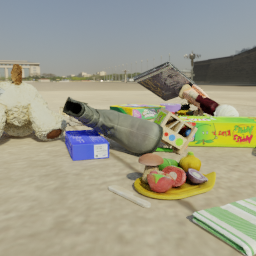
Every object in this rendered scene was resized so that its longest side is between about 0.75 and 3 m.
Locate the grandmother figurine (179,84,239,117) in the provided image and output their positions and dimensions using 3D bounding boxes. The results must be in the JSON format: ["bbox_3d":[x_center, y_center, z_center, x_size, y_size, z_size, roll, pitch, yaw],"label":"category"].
[{"bbox_3d":[2.903,-0.862,10.217,1.744,0.871,2.875,20,14,-27],"label":"grandmother figurine"}]

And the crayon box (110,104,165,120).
[{"bbox_3d":[0.459,-0.790,13.563,2.090,0.609,1.803,-8,14,-37],"label":"crayon box"}]

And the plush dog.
[{"bbox_3d":[-3.466,-0.486,8.644,2.753,2.209,2.365,-5,-13,-25],"label":"plush dog"}]

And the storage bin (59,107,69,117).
[{"bbox_3d":[-2.931,-0.884,14.577,1.007,0.472,1.000,-8,12,-38],"label":"storage bin"}]

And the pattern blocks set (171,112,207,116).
[{"bbox_3d":[2.788,-0.560,13.477,1.953,0.180,2.222,1,10,8],"label":"pattern blocks set"}]

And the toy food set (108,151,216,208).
[{"bbox_3d":[0.670,0.722,4.682,1.793,0.586,1.055,-6,11,-32],"label":"toy food set"}]

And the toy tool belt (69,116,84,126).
[{"bbox_3d":[-1.798,-0.480,11.346,1.195,0.734,0.746,-3,10,-16],"label":"toy tool belt"}]

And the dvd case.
[{"bbox_3d":[1.598,-1.818,11.471,1.728,0.186,2.324,-17,-29,38],"label":"dvd case"}]

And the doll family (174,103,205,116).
[{"bbox_3d":[2.750,-0.533,11.358,2.454,0.963,1.419,0,6,-23],"label":"doll family"}]

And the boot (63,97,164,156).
[{"bbox_3d":[-0.523,-0.100,6.783,1.693,0.877,2.591,23,-4,-37],"label":"boot"}]

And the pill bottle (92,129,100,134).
[{"bbox_3d":[-0.697,-0.072,9.438,1.026,0.576,0.576,-1,10,0],"label":"pill bottle"}]

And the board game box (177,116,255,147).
[{"bbox_3d":[2.948,0.076,8.206,2.886,0.687,1.466,1,10,5],"label":"board game box"}]

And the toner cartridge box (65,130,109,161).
[{"bbox_3d":[-1.106,0.391,7.216,0.869,0.395,1.830,-1,10,-17],"label":"toner cartridge box"}]

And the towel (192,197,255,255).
[{"bbox_3d":[1.547,1.164,3.473,1.216,0.142,0.928,-4,11,-28],"label":"towel"}]

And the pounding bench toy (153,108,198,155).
[{"bbox_3d":[1.006,0.281,7.077,0.955,1.224,0.760,31,6,-12],"label":"pounding bench toy"}]

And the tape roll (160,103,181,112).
[{"bbox_3d":[2.373,-1.100,15.770,1.158,0.492,1.158,-1,10,0],"label":"tape roll"}]
